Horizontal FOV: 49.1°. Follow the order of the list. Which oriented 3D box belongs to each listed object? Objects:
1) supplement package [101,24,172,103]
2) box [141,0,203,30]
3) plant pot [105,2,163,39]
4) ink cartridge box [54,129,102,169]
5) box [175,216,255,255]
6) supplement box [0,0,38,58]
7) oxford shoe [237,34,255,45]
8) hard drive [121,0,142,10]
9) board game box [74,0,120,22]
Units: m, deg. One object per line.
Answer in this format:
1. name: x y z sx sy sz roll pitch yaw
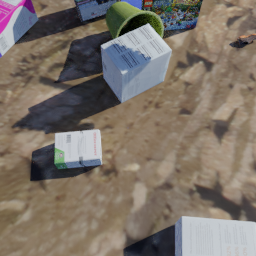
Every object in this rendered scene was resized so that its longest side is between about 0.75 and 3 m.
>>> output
1. supplement package: 0.215 -2.043 9.010 1.746 1.670 1.284 -29 70 -15
2. box: 1.566 -4.346 10.387 2.167 1.480 0.408 -5 62 -2
3. plant pot: 0.017 -3.611 10.006 1.855 1.855 1.762 -24 52 -12
4. ink cartridge box: -1.443 0.628 8.244 1.328 0.560 0.970 -5 62 -2
5. box: 2.093 2.972 6.762 1.798 0.956 1.369 5 62 2
6. supplement box: -4.595 -3.943 10.344 1.191 1.166 2.305 27 65 14
7. oxford shoe: 4.564 -3.310 10.545 0.880 0.314 0.321 -11 80 2
8. hard drive: 0.405 -5.441 11.689 1.083 0.208 1.641 20 64 11
9. board game box: -1.332 -5.346 10.465 1.694 2.125 1.029 -18 63 -3
